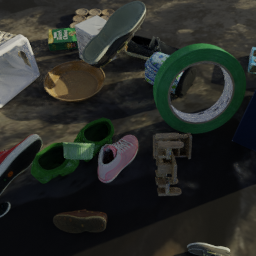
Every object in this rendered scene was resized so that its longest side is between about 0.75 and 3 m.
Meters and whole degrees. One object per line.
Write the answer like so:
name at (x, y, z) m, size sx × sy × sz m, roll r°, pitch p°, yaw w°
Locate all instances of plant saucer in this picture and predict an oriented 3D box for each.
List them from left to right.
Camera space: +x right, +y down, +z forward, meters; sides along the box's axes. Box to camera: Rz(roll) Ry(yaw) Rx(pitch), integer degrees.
plant saucer at (-2.042, -1.746, 10.885) m, size 2.340 × 0.414 × 2.340 m, roll 0°, pitch 50°, yaw 0°

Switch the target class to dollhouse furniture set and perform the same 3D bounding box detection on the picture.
dollhouse furniture set at (1.368, 0.841, 8.025) m, size 1.152 × 1.520 × 1.734 m, roll -2°, pitch 23°, yaw 0°

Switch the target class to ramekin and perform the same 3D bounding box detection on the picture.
ramekin at (-1.257, 0.580, 7.130) m, size 0.801 × 0.801 × 0.391 m, roll 2°, pitch 88°, yaw 2°

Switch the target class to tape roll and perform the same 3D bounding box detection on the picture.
tape roll at (2.199, -1.178, 8.778) m, size 2.774 × 2.774 × 0.667 m, roll -3°, pitch 29°, yaw -2°

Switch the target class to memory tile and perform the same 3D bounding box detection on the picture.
memory tile at (-1.426, -5.420, 14.124) m, size 2.753 × 0.231 × 2.110 m, roll 2°, pitch 50°, yaw 3°

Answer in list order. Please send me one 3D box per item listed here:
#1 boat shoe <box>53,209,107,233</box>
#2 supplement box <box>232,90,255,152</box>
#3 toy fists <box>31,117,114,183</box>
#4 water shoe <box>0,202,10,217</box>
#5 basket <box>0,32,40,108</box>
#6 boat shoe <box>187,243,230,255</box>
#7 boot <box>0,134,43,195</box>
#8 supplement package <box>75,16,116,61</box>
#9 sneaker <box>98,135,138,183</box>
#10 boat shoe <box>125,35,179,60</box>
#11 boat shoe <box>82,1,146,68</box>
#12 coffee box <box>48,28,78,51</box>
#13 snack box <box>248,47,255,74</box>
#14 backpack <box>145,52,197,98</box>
boat shoe at (-1.235, 2.422, 7.379) m, size 1.430 × 0.515 × 0.483 m, roll -1°, pitch 16°, yaw 9°
supplement box at (5.054, -1.018, 8.574) m, size 1.999 × 2.978 × 2.974 m, roll 28°, pitch 55°, yaw 21°
toy fists at (-1.561, 0.693, 8.250) m, size 2.687 × 1.370 × 0.924 m, roll -33°, pitch 88°, yaw -24°
water shoe at (-3.700, 2.250, 7.516) m, size 1.016 × 0.401 × 0.363 m, roll -22°, pitch 53°, yaw -17°
basket at (-4.995, -2.144, 10.332) m, size 1.697 × 1.865 × 2.751 m, roll 23°, pitch 53°, yaw 23°
boat shoe at (1.979, 3.062, 6.849) m, size 1.048 × 0.375 × 0.313 m, roll 8°, pitch 45°, yaw 2°
boot at (-3.950, 0.838, 8.444) m, size 1.759 × 0.883 × 2.439 m, roll 28°, pitch 59°, yaw 23°
supplement package at (-1.310, -3.561, 11.670) m, size 1.181 × 1.556 × 1.172 m, roll -36°, pitch 59°, yaw -27°
sneaker at (-0.265, 0.700, 8.460) m, size 0.712 × 0.988 × 1.891 m, roll 24°, pitch 53°, yaw 22°
boat shoe at (1.137, -3.431, 12.061) m, size 2.636 × 0.821 × 0.983 m, roll 15°, pitch 50°, yaw 11°
boat shoe at (-0.437, -3.452, 10.514) m, size 2.941 × 0.885 × 1.048 m, roll -40°, pitch 67°, yaw 12°
coffee box at (-2.650, -4.131, 12.887) m, size 1.984 × 0.436 × 1.220 m, roll -7°, pitch 50°, yaw -6°
snack box at (6.282, -2.628, 11.620) m, size 2.341 × 0.434 × 1.360 m, roll 14°, pitch 51°, yaw 12°
backpack at (1.513, -2.119, 10.757) m, size 1.820 × 1.399 × 1.484 m, roll 19°, pitch 55°, yaw 32°
